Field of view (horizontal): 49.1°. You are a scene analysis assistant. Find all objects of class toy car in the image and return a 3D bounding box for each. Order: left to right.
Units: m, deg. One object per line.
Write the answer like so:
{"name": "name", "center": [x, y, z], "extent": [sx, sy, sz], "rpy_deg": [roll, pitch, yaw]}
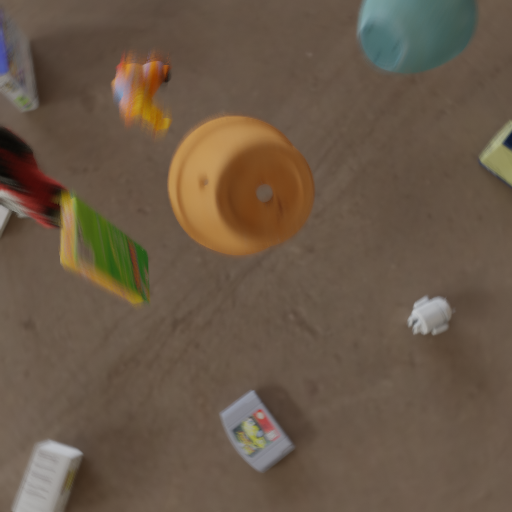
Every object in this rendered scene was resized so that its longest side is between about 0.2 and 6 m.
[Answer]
{"name": "toy car", "center": [-1.828, -2.881, 9.374], "extent": [0.800, 2.405, 1.179], "rpy_deg": [38, 89, -31]}

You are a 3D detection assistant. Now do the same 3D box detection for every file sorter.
{"name": "file sorter", "center": [-6.139, -1.528, 11.302], "extent": [2.179, 1.357, 1.512], "rpy_deg": [20, 80, 3]}

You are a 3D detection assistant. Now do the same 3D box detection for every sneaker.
{"name": "sneaker", "center": [-3.824, -1.238, 8.757], "extent": [1.077, 2.206, 0.780], "rpy_deg": [13, 64, 25]}

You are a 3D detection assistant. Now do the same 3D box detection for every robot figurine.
{"name": "robot figurine", "center": [3.499, 1.203, 11.199], "extent": [0.914, 0.516, 0.775], "rpy_deg": [-27, 61, -6]}

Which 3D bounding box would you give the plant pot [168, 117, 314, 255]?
{"name": "plant pot", "center": [-0.106, -0.994, 8.275], "extent": [2.153, 1.507, 2.153], "rpy_deg": [-3, 101, -18]}

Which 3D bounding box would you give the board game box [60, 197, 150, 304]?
{"name": "board game box", "center": [-2.308, 0.007, 8.849], "extent": [0.320, 2.137, 1.021], "rpy_deg": [-16, 63, 17]}

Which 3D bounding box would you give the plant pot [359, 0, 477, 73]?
{"name": "plant pot", "center": [2.376, -3.689, 8.962], "extent": [1.228, 1.823, 1.823], "rpy_deg": [-42, 82, -20]}

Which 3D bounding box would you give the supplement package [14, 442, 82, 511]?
{"name": "supplement package", "center": [-3.891, 4.248, 10.517], "extent": [0.682, 0.708, 1.245], "rpy_deg": [16, 80, 4]}

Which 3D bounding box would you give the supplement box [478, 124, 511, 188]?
{"name": "supplement box", "center": [5.492, -2.050, 11.441], "extent": [1.253, 1.252, 0.841], "rpy_deg": [39, 82, 7]}

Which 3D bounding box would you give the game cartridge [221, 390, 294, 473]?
{"name": "game cartridge", "center": [-0.025, 3.452, 10.914], "extent": [0.913, 0.280, 1.371], "rpy_deg": [-37, 81, -2]}

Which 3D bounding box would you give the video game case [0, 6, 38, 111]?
{"name": "video game case", "center": [-5.143, -4.143, 11.705], "extent": [0.382, 1.523, 1.681], "rpy_deg": [-12, 79, -2]}
